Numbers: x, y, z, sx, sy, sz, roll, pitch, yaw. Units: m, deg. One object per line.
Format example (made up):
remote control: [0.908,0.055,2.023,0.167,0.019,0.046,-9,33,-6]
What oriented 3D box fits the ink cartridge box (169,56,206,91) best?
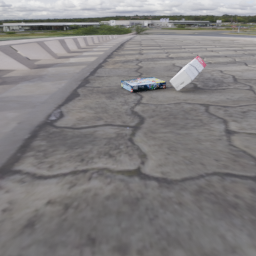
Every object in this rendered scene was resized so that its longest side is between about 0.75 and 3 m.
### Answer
ink cartridge box: [2.474,-2.249,11.560,1.354,0.574,0.986,-47,7,-35]

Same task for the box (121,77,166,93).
box: [0.665,-1.895,12.159,1.645,0.310,1.124,-10,24,-24]
